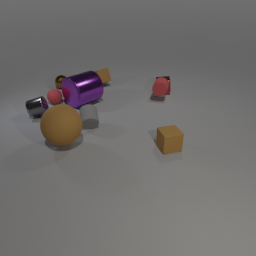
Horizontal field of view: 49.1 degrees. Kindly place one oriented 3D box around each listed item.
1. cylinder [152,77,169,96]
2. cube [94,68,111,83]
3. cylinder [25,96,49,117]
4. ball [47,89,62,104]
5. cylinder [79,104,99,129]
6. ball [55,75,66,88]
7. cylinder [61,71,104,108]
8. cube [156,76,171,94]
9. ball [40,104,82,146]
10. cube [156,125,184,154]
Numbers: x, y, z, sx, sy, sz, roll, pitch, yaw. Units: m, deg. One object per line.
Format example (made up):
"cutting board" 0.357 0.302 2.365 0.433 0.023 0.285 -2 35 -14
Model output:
"cylinder" 1.532 -1.943 13.152 0.700 0.700 0.700 6 28 11
"cube" -1.425 -2.746 14.903 0.700 0.700 0.700 -24 15 -30
"cylinder" -3.772 -0.894 11.652 0.700 0.700 0.700 -17 29 5
"ball" -3.386 -1.465 12.939 0.700 0.700 0.700 0 29 0
"cylinder" -1.508 -0.435 10.880 0.700 0.700 0.700 -6 56 -11
"ball" -3.478 -2.417 14.670 0.700 0.700 0.700 0 29 0
"cylinder" -2.074 -1.784 12.789 1.400 1.400 1.400 25 38 37
"cube" 1.773 -2.155 14.121 0.700 0.700 0.700 -4 29 6
"ball" -2.261 -0.102 9.537 1.400 1.400 1.400 0 29 0
"cube" 1.424 0.386 9.620 0.700 0.700 0.700 -8 30 -15
